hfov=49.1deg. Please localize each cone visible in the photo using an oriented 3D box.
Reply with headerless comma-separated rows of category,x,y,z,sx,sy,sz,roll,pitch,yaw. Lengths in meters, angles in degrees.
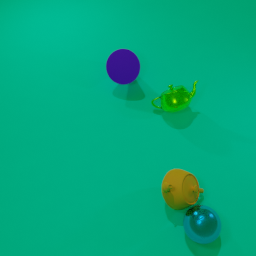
cone,-0.062,-2.073,9.442,1.122,1.126,1.122,2,104,10

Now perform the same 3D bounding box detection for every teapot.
teapot,1.506,-0.993,8.749,1.637,0.802,1.018,-19,14,18
teapot,1.375,1.561,7.171,1.706,0.835,1.061,17,69,-41

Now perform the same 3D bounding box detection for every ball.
ball,1.817,2.362,6.886,0.917,0.917,0.917,0,60,0
